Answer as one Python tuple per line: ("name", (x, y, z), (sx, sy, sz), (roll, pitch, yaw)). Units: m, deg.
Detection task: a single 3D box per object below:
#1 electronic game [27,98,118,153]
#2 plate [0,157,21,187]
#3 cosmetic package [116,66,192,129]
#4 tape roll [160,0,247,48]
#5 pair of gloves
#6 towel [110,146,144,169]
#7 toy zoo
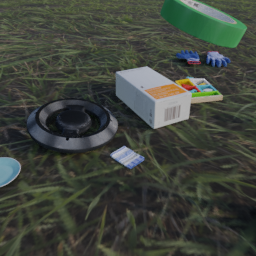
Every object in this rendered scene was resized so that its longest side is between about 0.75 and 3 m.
("electronic game", (-1.740, -0.157, 8.963), (2.837, 0.590, 2.837), (5, 34, -4))
("plate", (-3.427, 1.200, 7.276), (1.237, 0.158, 1.237), (1, 33, 0))
("cosmetic package", (0.811, -1.235, 10.268), (1.488, 1.045, 2.933), (-16, 35, -23))
("tape roll", (1.957, -2.843, 7.340), (2.214, 0.532, 2.214), (16, 34, -11))
("pair of gloves", (3.937, -3.699, 14.856), (2.679, 0.305, 2.153), (2, 31, 1))
("towel", (-0.024, 0.818, 7.927), (0.617, 0.100, 0.840), (-29, 42, -36))
("toy zoo", (2.836, -1.648, 11.686), (1.378, 0.215, 2.100), (-7, 33, -10))
